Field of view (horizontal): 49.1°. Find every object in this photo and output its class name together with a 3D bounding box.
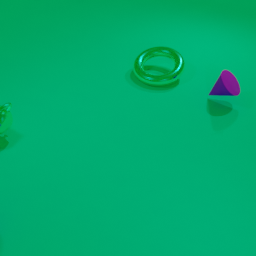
[{"bbox_3d":[-3.543,-0.224,7.680,0.844,1.358,0.665,52,31,11],"label":"teapot"},{"bbox_3d":[1.127,-2.291,10.276,1.893,0.379,1.893,-4,55,6],"label":"ring"},{"bbox_3d":[2.963,-1.259,9.085,0.910,0.913,0.910,17,60,-31],"label":"cone"}]
